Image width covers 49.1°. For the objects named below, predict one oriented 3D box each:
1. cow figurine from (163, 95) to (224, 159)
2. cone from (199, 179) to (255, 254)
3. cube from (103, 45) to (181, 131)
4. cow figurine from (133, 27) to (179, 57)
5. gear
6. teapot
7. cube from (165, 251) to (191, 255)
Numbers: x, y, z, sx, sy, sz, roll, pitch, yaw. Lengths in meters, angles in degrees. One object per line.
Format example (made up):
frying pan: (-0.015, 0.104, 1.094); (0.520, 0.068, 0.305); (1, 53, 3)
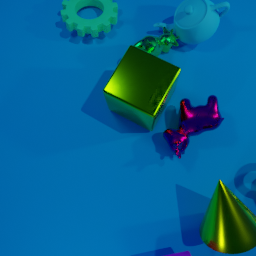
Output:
cow figurine: (1.632, -0.006, 6.989); (1.502, 0.825, 1.478); (-6, 68, 19)
cone: (2.126, 1.694, 6.131); (1.393, 1.393, 1.398); (-20, 111, -4)
cube: (0.343, -0.928, 6.925); (1.350, 1.350, 1.350); (28, 78, 9)
cow figurine: (0.762, -2.219, 7.404); (1.183, 1.203, 0.660); (-37, 83, 14)
gear: (-1.065, -3.228, 7.811); (1.548, 0.286, 1.548); (1, 66, -2)
teapot: (1.694, -2.903, 7.477); (1.995, 0.977, 1.240); (-9, 74, 30)
cube: (0.984, 3.497, 5.932); (1.083, 1.083, 1.083); (-11, 107, -1)
